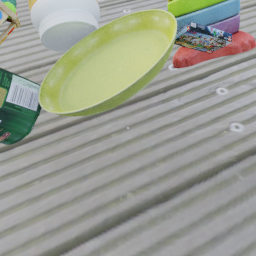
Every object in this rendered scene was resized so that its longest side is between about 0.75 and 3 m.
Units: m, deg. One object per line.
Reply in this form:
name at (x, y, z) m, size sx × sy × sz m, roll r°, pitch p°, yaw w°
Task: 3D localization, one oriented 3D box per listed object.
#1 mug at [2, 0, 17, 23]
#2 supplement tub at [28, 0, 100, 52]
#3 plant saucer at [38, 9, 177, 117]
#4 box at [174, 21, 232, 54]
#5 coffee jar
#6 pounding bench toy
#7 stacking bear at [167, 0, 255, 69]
mug at (-3.086, -2.630, 6.063) m, size 1.325 × 0.819 × 1.089 m, roll -39°, pitch 42°, yaw -7°
supplement tub at (-1.466, -2.942, 6.264) m, size 1.510 × 1.510 × 2.091 m, roll -11°, pitch 80°, yaw -10°
plant saucer at (-0.338, -1.081, 4.778) m, size 2.608 × 0.405 × 2.608 m, roll -21°, pitch 40°, yaw 19°
box at (1.228, -1.502, 4.717) m, size 0.831 × 0.568 × 0.157 m, roll 8°, pitch 81°, yaw -20°
coffee jar at (-2.957, -0.673, 4.682) m, size 2.737 × 1.427 × 1.168 m, roll 25°, pitch 59°, yaw -36°
pounding bench toy at (-2.260, -1.732, 4.399) m, size 0.934 × 0.744 × 1.197 m, roll -50°, pitch 19°, yaw -4°
stacking bear at (1.555, -3.063, 6.130) m, size 1.788 × 2.944 × 1.674 m, roll -11°, pitch 21°, yaw 19°
